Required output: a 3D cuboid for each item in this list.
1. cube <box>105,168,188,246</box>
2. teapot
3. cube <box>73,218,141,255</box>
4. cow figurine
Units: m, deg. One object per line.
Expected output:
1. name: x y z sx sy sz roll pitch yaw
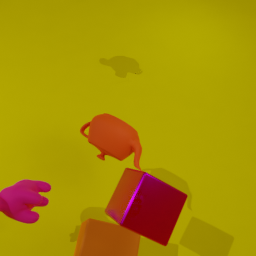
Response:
1. cube: 0.258 1.183 4.358 0.818 0.818 0.818 30 77 -17
2. teapot: -0.300 0.277 5.642 1.758 1.093 0.861 25 79 31
3. cube: -0.492 2.597 5.779 1.125 1.125 1.125 16 64 -9
4. cow figurine: -2.338 1.385 5.455 1.380 1.402 0.770 12 100 -2
